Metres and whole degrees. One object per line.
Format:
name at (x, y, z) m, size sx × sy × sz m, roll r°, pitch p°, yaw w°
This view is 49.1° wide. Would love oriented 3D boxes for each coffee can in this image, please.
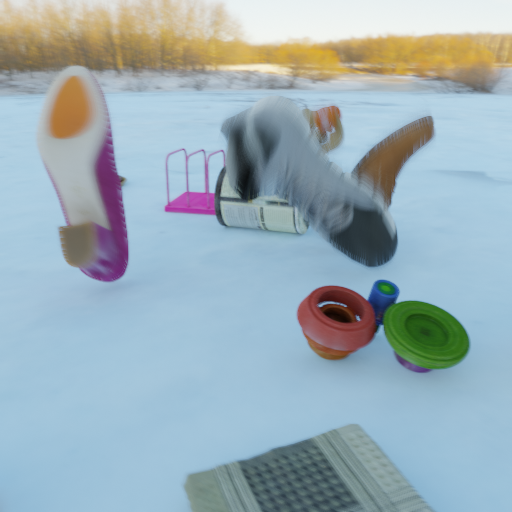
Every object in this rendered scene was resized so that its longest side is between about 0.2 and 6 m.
coffee can at (0.179, -1.105, 10.923) m, size 1.678 × 1.228 × 1.228 m, roll 7°, pitch 22°, yaw 18°

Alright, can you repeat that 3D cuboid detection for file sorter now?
file sorter at (-0.886, -1.697, 12.468) m, size 2.007 × 1.259 × 1.395 m, roll 5°, pitch 20°, yaw 12°

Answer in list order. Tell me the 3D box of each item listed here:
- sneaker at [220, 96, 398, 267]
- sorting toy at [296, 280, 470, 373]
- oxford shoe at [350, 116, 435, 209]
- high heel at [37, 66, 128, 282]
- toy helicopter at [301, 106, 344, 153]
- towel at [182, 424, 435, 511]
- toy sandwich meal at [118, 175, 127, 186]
sneaker at (0.596, -0.879, 8.395) m, size 3.276 × 1.229 × 1.892 m, roll 49°, pitch 40°, yaw 6°
sorting toy at (1.379, 0.916, 6.448) m, size 1.902 × 0.781 × 1.143 m, roll 15°, pitch 38°, yaw 6°
oxford shoe at (2.051, -1.201, 9.391) m, size 0.953 × 2.673 × 0.953 m, roll -7°, pitch 57°, yaw -54°
high heel at (-2.342, -1.135, 8.164) m, size 1.015 × 3.015 × 1.446 m, roll -13°, pitch -11°, yaw 4°
toy helicopter at (1.021, -2.671, 12.746) m, size 1.973 × 1.305 × 0.778 m, roll 0°, pitch 17°, yaw 21°
towel at (0.482, 2.004, 4.053) m, size 1.692 × 0.303 × 1.757 m, roll -11°, pitch 25°, yaw -19°
toy sandwich meal at (-4.061, -2.066, 14.533) m, size 1.475 × 0.505 × 1.475 m, roll 0°, pitch 20°, yaw 0°
